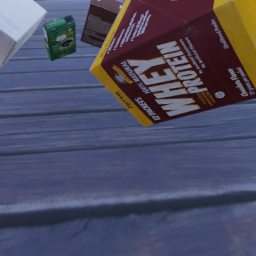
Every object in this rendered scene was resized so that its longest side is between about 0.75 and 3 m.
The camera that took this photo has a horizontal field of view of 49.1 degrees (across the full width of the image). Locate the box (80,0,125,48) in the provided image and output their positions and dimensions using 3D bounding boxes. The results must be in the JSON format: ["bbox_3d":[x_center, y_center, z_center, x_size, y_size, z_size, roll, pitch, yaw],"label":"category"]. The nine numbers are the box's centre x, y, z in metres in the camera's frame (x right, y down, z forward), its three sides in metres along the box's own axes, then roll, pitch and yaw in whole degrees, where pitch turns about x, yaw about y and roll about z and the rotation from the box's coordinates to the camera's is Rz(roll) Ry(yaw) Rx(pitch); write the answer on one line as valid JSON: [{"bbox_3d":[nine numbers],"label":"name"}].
[{"bbox_3d":[-0.924,-3.742,9.777,1.092,2.181,0.817,16,72,-14],"label":"box"}]

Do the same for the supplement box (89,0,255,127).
[{"bbox_3d":[1.104,-1.725,5.214,2.574,1.709,2.539,-14,44,39],"label":"supplement box"}]

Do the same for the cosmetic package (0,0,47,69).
[{"bbox_3d":[-3.157,-2.711,7.181,1.280,1.009,2.379,36,31,-20],"label":"cosmetic package"}]

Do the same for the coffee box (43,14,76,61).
[{"bbox_3d":[-2.230,-2.927,9.249,1.003,1.631,0.359,-28,78,-17],"label":"coffee box"}]
